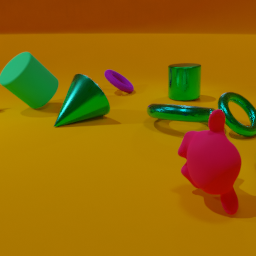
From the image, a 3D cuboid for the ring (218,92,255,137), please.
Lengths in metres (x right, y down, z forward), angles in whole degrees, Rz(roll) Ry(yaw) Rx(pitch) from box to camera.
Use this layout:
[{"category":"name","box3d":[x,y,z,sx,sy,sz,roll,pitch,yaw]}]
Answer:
[{"category":"ring","box3d":[2.939,-0.376,7.383,1.356,0.271,1.356,15,53,-21]}]

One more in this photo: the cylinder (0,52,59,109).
[{"category":"cylinder","box3d":[-3.240,-1.557,9.253,1.351,1.351,1.351,-19,50,24]}]

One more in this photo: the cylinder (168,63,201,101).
[{"category":"cylinder","box3d":[2.165,-1.797,10.773,1.243,1.243,1.243,-3,19,1]}]

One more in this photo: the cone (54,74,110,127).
[{"category":"cone","box3d":[-1.592,-0.516,8.172,1.530,1.530,1.536,19,54,42]}]

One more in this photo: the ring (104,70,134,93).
[{"category":"ring","box3d":[-0.364,-1.965,11.769,1.425,0.285,1.425,32,21,-14]}]

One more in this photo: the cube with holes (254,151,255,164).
[{"category":"cube with holes","box3d":[3.070,0.299,4.872,1.254,1.254,1.254,12,17,15]}]

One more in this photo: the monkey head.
[{"category":"monkey head","box3d":[1.446,0.488,4.511,1.158,1.610,0.970,-13,6,-28]}]

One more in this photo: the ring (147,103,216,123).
[{"category":"ring","box3d":[1.504,-0.431,7.823,1.977,0.395,1.977,4,6,0]}]
